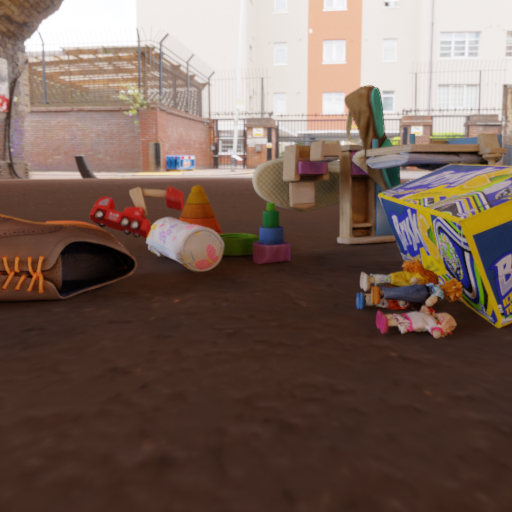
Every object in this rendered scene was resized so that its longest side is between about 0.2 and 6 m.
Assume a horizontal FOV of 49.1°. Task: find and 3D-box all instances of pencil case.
[{"bbox_3d":[-1.161,-0.202,8.871,0.746,0.684,1.646,-8,13,-30],"label":"pencil case"}]

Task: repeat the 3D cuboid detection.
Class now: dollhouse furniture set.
[{"bbox_3d":[2.347,-1.082,9.794,2.755,1.904,2.918,-5,7,-24],"label":"dollhouse furniture set"}]

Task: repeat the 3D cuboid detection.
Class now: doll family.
[{"bbox_3d":[1.595,0.365,5.745,0.874,0.635,1.408,-1,10,-3],"label":"doll family"}]

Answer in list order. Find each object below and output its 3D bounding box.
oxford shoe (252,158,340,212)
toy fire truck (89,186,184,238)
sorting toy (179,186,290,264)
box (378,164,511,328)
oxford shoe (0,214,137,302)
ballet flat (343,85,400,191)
[{"bbox_3d":[1.200,-1.531,11.624,2.918,1.097,0.843,-5,20,-26],"label":"oxford shoe"},{"bbox_3d":[-1.558,-0.641,7.382,1.067,0.752,0.260,16,-26,3],"label":"toy fire truck"},{"bbox_3d":[-0.525,-0.657,10.139,1.169,1.161,3.371,-6,11,-33],"label":"sorting toy"},{"bbox_3d":[2.734,-0.377,7.193,1.339,1.229,3.822,-23,8,4],"label":"box"},{"bbox_3d":[-2.827,0.041,6.469,3.029,1.080,1.104,-9,17,-43],"label":"oxford shoe"},{"bbox_3d":[2.028,-2.040,10.090,0.749,2.070,0.702,1,39,37],"label":"ballet flat"}]
